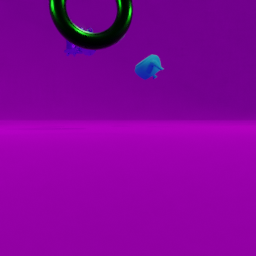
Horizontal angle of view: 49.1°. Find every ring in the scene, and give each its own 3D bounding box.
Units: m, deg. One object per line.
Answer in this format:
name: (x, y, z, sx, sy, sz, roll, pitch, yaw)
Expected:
ring: (-0.789, -2.652, 6.159, 1.847, 1.847, 0.369, 0, 4, -13)

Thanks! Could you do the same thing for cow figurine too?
cow figurine: (-1.320, -2.354, 8.071, 0.614, 1.100, 1.118, 10, -17, 23)

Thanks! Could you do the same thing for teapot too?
teapot: (0.747, -1.999, 9.445, 0.927, 0.730, 1.491, -39, 11, -17)
